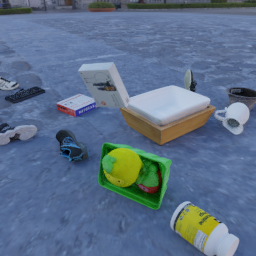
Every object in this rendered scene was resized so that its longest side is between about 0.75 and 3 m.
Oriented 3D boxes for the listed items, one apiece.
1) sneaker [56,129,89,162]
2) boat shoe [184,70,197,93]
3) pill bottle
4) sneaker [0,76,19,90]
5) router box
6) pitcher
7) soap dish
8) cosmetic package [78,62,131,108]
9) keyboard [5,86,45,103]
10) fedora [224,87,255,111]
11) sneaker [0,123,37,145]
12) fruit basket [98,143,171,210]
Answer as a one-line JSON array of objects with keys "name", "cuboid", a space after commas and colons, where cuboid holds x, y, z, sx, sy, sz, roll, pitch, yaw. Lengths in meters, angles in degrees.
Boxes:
[{"name": "sneaker", "cuboid": [-2.049, 0.556, 9.399, 0.701, 0.627, 1.712, -22, 36, -35]}, {"name": "boat shoe", "cuboid": [2.732, -1.816, 11.976, 0.461, 1.392, 0.520, -10, 15, -13]}, {"name": "pill bottle", "cuboid": [1.665, 2.263, 6.131, 0.755, 0.755, 1.342, -24, 37, -37]}, {"name": "sneaker", "cuboid": [-6.619, -2.404, 14.749, 1.609, 0.705, 0.608, 1, 27, -2]}, {"name": "router box", "cuboid": [-2.259, -1.038, 12.606, 1.262, 0.343, 1.406, 22, 35, 34]}, {"name": "pitcher", "cuboid": [4.089, -0.514, 11.024, 1.224, 0.865, 1.426, 34, 44, 11]}, {"name": "soap dish", "cuboid": [1.512, -0.575, 10.855, 2.988, 1.213, 2.351, -20, 35, -33]}, {"name": "cosmetic package", "cuboid": [-0.762, -1.386, 9.312, 1.219, 1.617, 0.418, 6, 50, 32]}, {"name": "keyboard", "cuboid": [-5.214, -1.743, 14.034, 1.121, 0.240, 1.867, 19, 33, 31]}, {"name": "fedora", "cuboid": [5.039, -1.219, 12.417, 1.650, 0.843, 1.866, 8, 23, 12]}, {"name": "sneaker", "cuboid": [-4.184, 0.088, 10.296, 1.514, 0.571, 0.861, -17, 35, -24]}, {"name": "fruit basket", "cuboid": [0.000, 1.167, 7.280, 2.133, 1.538, 2.133, 8, 16, -2]}]
